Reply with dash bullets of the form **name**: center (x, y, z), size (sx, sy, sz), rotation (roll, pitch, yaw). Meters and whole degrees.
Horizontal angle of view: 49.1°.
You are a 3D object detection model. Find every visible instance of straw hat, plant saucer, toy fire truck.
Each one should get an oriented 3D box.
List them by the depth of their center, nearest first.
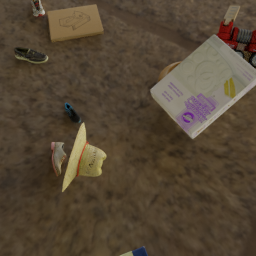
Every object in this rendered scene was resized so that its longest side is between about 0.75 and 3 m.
- **straw hat**: center (-1.141, 0.945, 8.056), size (0.941, 2.222, 2.222), rotation (16, 61, -6)
- **plant saucer**: center (2.216, -1.802, 10.566), size (2.131, 0.377, 2.131), rotation (0, 61, 0)
- **toy fire truck**: center (4.244, -3.515, 10.588), size (2.022, 1.478, 2.298), rotation (11, 102, 6)

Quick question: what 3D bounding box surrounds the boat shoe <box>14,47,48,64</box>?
- **boat shoe**: center (-3.895, -2.929, 11.160), size (1.365, 0.449, 0.488), rotation (11, 61, 6)

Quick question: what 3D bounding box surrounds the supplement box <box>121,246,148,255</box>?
- **supplement box**: center (-0.632, 4.075, 5.853), size (2.753, 2.755, 1.850), rotation (-19, 61, -10)

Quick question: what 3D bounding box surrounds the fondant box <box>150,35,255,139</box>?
- **fondant box**: center (2.545, -1.391, 9.478), size (2.916, 0.849, 2.104), rotation (-42, 71, 2)

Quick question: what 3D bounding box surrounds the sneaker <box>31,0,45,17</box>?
- **sneaker**: center (-4.119, -5.497, 12.566), size (0.510, 0.538, 1.311), rotation (-20, 63, -11)

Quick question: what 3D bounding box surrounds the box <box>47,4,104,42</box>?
- **box**: center (-2.323, -4.617, 12.243), size (2.236, 0.238, 1.827), rotation (-12, 61, -6)

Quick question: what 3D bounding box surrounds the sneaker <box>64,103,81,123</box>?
- **sneaker**: center (-1.980, -0.523, 9.853), size (0.321, 0.359, 0.876), rotation (-37, 67, -19)

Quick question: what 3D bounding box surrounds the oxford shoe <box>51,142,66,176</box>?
- **oxford shoe**: center (-2.207, 0.958, 8.990), size (0.441, 0.423, 1.195), rotation (-7, 62, -10)
